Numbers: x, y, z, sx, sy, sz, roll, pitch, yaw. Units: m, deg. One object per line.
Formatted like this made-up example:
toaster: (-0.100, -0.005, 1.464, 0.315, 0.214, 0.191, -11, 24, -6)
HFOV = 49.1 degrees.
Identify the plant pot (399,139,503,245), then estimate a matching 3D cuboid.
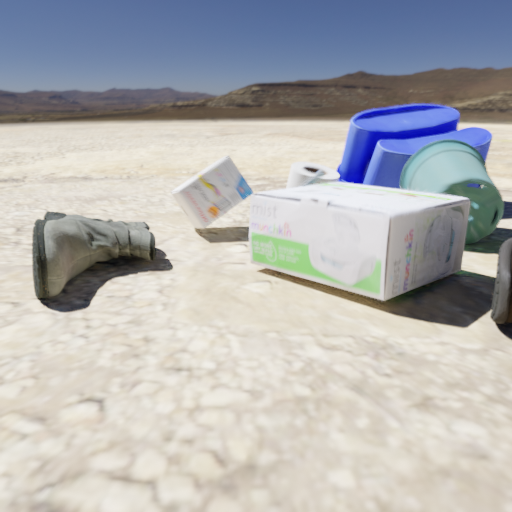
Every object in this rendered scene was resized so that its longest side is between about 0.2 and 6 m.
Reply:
plant pot: (3.966, -1.193, 11.219, 1.837, 1.837, 1.799, 1, 28, 2)

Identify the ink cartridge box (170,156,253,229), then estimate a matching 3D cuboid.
ink cartridge box: (-0.935, -1.292, 11.602, 1.302, 0.958, 0.941, -37, 12, -12)

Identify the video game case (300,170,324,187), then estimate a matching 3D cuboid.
video game case: (0.779, -1.199, 11.115, 1.119, 0.135, 1.228, -40, 1, -7)

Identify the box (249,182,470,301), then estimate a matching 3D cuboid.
box: (1.611, -0.412, 8.967, 2.639, 1.276, 2.328, 15, 21, 42)

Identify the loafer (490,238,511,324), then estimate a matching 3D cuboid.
loafer: (3.937, 0.246, 7.505, 1.008, 1.032, 2.826, 13, 21, 36)

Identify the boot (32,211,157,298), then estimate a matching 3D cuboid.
boot: (-2.538, -0.165, 9.133, 1.917, 0.994, 2.935, 2, 18, -14)

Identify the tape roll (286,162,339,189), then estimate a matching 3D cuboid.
tape roll: (1.374, -1.733, 13.887, 1.219, 0.837, 1.219, 10, 25, -5)

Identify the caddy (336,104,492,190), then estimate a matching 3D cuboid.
caddy: (4.002, -2.371, 14.405, 3.975, 2.087, 2.810, -11, 40, -19)
